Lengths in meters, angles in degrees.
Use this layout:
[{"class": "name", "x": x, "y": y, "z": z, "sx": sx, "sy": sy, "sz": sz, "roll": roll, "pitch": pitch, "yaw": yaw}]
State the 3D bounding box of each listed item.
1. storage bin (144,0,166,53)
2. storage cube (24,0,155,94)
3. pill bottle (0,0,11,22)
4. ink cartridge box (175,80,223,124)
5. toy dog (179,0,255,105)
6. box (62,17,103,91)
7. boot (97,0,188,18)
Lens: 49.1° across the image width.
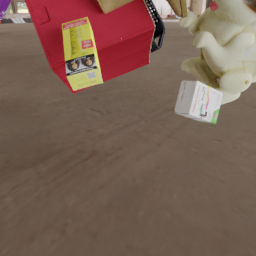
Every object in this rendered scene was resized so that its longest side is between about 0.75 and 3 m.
[{"class": "storage bin", "x": -0.003, "y": -4.096, "z": 9.867, "sx": 1.393, "sy": 2.971, "sz": 2.009, "roll": -17, "pitch": 35, "yaw": 28}, {"class": "storage cube", "x": -0.901, "y": -2.551, "z": 6.876, "sx": 2.354, "sy": 2.619, "sz": 2.239, "roll": -21, "pitch": -7, "yaw": -1}, {"class": "pill bottle", "x": -2.094, "y": -2.387, "z": 4.172, "sx": 0.939, "sy": 1.670, "sz": 0.939, "roll": 31, "pitch": 9, "yaw": -6}, {"class": "ink cartridge box", "x": 1.267, "y": -0.451, "z": 4.971, "sx": 0.820, "sy": 0.594, "sz": 0.344, "roll": 13, "pitch": 0, "yaw": -39}, {"class": "toy dog", "x": 2.602, "y": -2.212, "z": 6.510, "sx": 2.770, "sy": 2.857, "sz": 1.994, "roll": -4, "pitch": 48, "yaw": 3}, {"class": "box", "x": -0.782, "y": -1.271, "z": 4.680, "sx": 0.520, "sy": 0.346, "sz": 1.381, "roll": -14, "pitch": 54, "yaw": 2}, {"class": "boot", "x": 0.233, "y": -2.563, "z": 5.367, "sx": 1.585, "sy": 1.388, "sz": 0.524, "roll": -15, "pitch": 17, "yaw": 17}]
